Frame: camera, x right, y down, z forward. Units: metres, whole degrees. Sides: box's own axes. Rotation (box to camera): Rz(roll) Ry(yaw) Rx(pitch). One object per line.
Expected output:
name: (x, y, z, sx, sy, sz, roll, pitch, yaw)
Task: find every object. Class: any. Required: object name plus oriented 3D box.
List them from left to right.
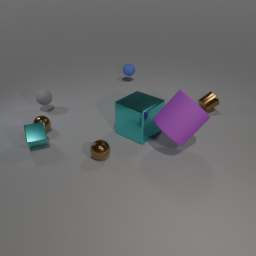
cube: (-3.348, 0.277, 10.195, 0.700, 0.700, 0.700, -11, 70, -18)
ball: (-3.442, -0.150, 11.209, 0.700, 0.700, 0.700, 0, 31, 0)
ball: (-3.744, -1.364, 12.495, 0.700, 0.700, 0.700, 0, 31, 0)
ball: (-0.963, 0.752, 9.708, 0.700, 0.700, 0.700, 0, 31, 0)
ball: (0.063, -3.260, 15.694, 0.700, 0.700, 0.700, 0, 31, 0)
cube: (0.454, -0.449, 11.030, 1.400, 1.400, 1.400, 24, 38, 33)
cylinder: (1.830, -0.351, 9.629, 1.400, 1.400, 1.400, 39, 14, -12)
cylinder: (3.645, -1.170, 12.679, 0.700, 0.700, 0.700, -35, 36, 0)
